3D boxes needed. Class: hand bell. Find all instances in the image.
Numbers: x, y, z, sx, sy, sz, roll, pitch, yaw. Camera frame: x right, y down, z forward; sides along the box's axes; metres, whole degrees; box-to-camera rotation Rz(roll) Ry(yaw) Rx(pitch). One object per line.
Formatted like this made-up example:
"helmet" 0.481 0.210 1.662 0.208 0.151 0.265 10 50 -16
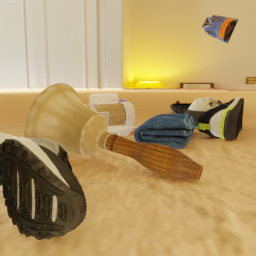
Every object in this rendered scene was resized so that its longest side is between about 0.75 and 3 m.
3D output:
"hand bell" -0.143 0.271 4.335 2.606 1.357 1.357 19 17 23

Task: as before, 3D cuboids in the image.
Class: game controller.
"game controller" 3.079 -0.878 11.610 2.610 0.550 1.361 1 10 2

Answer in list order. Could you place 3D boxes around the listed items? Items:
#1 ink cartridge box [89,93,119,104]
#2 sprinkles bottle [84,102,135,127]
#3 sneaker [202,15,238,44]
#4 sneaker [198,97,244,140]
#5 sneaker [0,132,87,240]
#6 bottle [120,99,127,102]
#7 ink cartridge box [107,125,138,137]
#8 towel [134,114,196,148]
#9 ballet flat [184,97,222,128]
"ink cartridge box" -1.084 -1.173 12.736 1.255 0.731 1.734 -1 10 -4
"sprinkles bottle" -0.919 -0.304 7.697 2.202 0.751 0.751 -5 11 -25
"sneaker" 2.260 -2.506 6.896 0.673 0.646 1.716 28 21 15
"sneaker" 2.434 -0.332 7.372 1.054 0.913 2.545 5 11 26
"sneaker" -0.979 0.456 3.160 0.906 0.844 2.284 -1 8 -34
"bottle" -0.201 -1.057 12.865 0.365 0.467 1.119 -1 9 -4
"ink cartridge box" -0.208 0.065 7.268 0.681 0.212 0.846 7 7 38
"towel" 0.949 -0.022 6.711 1.213 0.527 2.173 2 10 16
"ballet flat" 2.392 -0.557 8.903 0.896 0.896 2.452 8 13 40
